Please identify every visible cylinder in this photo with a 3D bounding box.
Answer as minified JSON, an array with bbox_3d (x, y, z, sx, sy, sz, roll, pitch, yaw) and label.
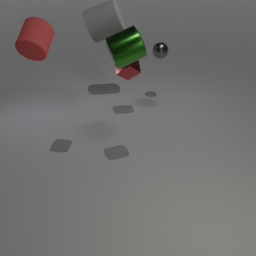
[{"bbox_3d":[-0.050,-1.737,6.045,0.700,0.700,0.700,-25,31,0],"label":"cylinder"},{"bbox_3d":[-2.101,-2.009,6.351,0.700,0.700,0.700,5,65,9],"label":"cylinder"},{"bbox_3d":[-0.986,-4.520,11.863,1.400,1.400,1.400,-17,27,11],"label":"cylinder"}]

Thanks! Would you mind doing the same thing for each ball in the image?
[{"bbox_3d":[1.427,-3.404,12.307,0.700,0.700,0.700,0,29,0],"label":"ball"}]

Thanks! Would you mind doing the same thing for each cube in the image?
[{"bbox_3d":[-0.018,-2.383,10.810,0.700,0.700,0.700,-26,-28,34],"label":"cube"}]
